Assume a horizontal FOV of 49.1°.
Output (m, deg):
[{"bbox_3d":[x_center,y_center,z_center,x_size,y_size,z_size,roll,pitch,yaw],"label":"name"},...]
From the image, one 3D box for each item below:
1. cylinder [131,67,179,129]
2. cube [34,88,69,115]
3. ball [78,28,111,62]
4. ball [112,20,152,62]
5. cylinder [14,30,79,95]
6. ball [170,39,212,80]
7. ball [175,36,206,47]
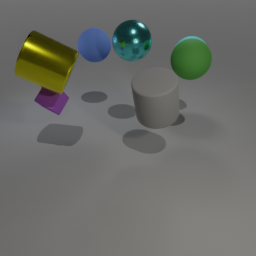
[{"bbox_3d":[0.874,-0.929,8.735,1.400,1.400,1.400,-6,46,6],"label":"cylinder"},{"bbox_3d":[-2.460,-0.938,9.106,0.700,0.700,0.700,27,-8,10],"label":"cube"},{"bbox_3d":[-1.421,-3.494,11.849,1.400,1.400,1.400,0,29,0],"label":"ball"},{"bbox_3d":[0.141,-3.038,9.794,1.400,1.400,1.400,0,29,0],"label":"ball"},{"bbox_3d":[-2.331,-1.871,8.135,1.400,1.400,1.400,23,26,-14],"label":"cylinder"},{"bbox_3d":[2.187,-2.380,9.746,1.400,1.400,1.400,0,29,0],"label":"ball"},{"bbox_3d":[2.525,-2.961,11.276,1.400,1.400,1.400,0,29,0],"label":"ball"}]
